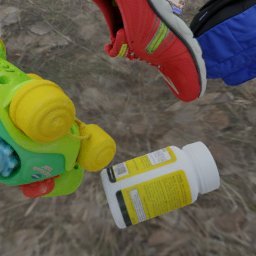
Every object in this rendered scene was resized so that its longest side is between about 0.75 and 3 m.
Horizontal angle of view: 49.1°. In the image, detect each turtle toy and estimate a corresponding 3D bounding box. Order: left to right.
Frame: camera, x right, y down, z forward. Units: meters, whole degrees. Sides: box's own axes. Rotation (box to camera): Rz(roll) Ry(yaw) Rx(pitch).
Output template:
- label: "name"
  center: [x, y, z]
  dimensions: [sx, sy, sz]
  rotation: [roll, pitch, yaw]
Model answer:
- label: "turtle toy"
  center: [-1.396, 0.118, 3.932]
  dimensions: [2.170, 2.977, 1.505]
  rotation: [38, 83, 31]

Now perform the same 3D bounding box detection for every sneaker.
- label: "sneaker"
  center: [0.229, -1.506, 4.861]
  dimensions: [1.267, 2.983, 1.149]
  rotation: [-45, 21, -15]

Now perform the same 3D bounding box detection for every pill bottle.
- label: "pill bottle"
  center: [0.498, 0.855, 4.448]
  dimensions: [1.681, 0.961, 0.961]
  rotation: [-18, 55, -4]

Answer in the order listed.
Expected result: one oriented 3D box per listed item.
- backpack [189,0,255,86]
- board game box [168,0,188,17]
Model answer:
- label: "backpack"
  center: [2.499, -2.038, 5.479]
  dimensions: [1.844, 2.197, 1.785]
  rotation: [38, 51, -21]
- label: "board game box"
  center: [1.026, -3.243, 7.917]
  dimensions: [0.889, 1.463, 1.835]
  rotation: [27, 54, 0]
